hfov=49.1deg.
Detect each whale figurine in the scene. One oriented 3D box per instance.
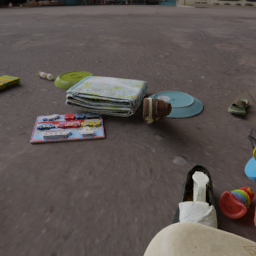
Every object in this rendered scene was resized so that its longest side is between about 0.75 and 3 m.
[{"bbox_3d":[1.393,2.314,3.755,2.888,1.498,2.297,11,18,-34],"label":"whale figurine"}]

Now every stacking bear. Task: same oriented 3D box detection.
[{"bbox_3d":[2.335,1.492,5.841,0.883,0.502,0.536,-14,50,-43],"label":"stacking bear"}]

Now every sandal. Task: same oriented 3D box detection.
[{"bbox_3d":[4.005,-0.851,10.106,0.595,0.427,1.498,14,32,24],"label":"sandal"}]

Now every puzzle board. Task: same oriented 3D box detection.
[{"bbox_3d":[-1.887,-0.073,8.957,2.181,0.190,1.644,-4,29,-7],"label":"puzzle board"}]

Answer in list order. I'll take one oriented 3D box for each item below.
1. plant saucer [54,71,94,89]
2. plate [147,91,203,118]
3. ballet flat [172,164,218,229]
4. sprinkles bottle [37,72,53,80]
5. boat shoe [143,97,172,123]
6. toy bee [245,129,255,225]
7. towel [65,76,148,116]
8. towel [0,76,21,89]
[{"bbox_3d":[-2.371,-2.237,12.754,1.959,0.304,1.959,0,30,0],"label":"plant saucer"},{"bbox_3d":[1.684,-0.988,10.509,2.258,0.288,2.258,0,30,0],"label":"plate"},{"bbox_3d":[1.283,1.553,5.327,0.842,0.847,2.476,5,30,8],"label":"ballet flat"},{"bbox_3d":[-3.904,-2.464,13.190,0.801,0.273,0.273,18,34,30],"label":"sprinkles bottle"},{"bbox_3d":[0.929,-0.522,8.655,0.840,0.839,2.271,1,7,6],"label":"boat shoe"},{"bbox_3d":[3.267,0.716,5.710,1.956,1.624,2.988,28,43,-29],"label":"toy bee"},{"bbox_3d":[-0.701,-1.278,10.506,2.518,0.708,2.941,9,25,9],"label":"towel"},{"bbox_3d":[-6.080,-1.622,11.747,1.265,0.265,2.939,12,32,30],"label":"towel"}]
